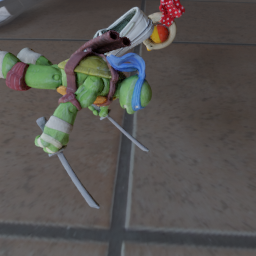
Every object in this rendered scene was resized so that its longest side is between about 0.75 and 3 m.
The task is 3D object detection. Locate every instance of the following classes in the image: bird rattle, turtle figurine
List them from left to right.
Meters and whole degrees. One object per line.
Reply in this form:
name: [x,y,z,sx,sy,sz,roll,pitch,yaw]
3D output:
turtle figurine: [-1.035,-0.255,4.592,2.635,2.717,1.956,23,53,16]
bird rattle: [1.056,-3.570,9.769,1.990,1.622,1.121,-24,44,5]

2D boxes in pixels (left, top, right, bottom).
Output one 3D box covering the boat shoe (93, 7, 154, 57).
boat shoe: [-0.536,-2.293,7.475,2.500,0.835,0.920,-35,52,18]
